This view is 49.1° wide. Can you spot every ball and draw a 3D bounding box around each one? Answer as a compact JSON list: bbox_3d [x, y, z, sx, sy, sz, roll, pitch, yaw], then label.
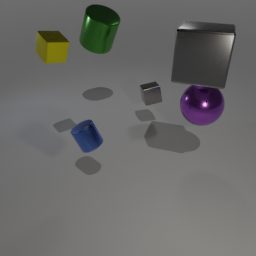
[{"bbox_3d":[2.384,-0.771,9.044,1.400,1.400,1.400,0,31,0],"label":"ball"}]

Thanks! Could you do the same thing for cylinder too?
[{"bbox_3d":[-1.168,0.231,8.010,0.700,0.700,0.700,-23,24,11],"label":"cylinder"},{"bbox_3d":[-1.164,-3.992,11.355,1.400,1.400,1.400,12,49,-14],"label":"cylinder"}]

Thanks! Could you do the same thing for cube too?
[{"bbox_3d":[0.938,-1.419,11.471,0.700,0.700,0.700,-14,26,-4],"label":"cube"},{"bbox_3d":[2.033,-2.013,7.548,1.400,1.400,1.400,11,30,15],"label":"cube"},{"bbox_3d":[-2.255,-2.408,8.323,0.700,0.700,0.700,-16,50,-38],"label":"cube"}]
